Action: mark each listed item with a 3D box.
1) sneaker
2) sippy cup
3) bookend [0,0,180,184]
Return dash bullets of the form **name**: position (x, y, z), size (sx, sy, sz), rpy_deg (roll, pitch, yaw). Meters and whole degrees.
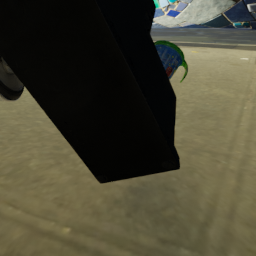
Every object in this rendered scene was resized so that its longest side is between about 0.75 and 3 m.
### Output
- **sneaker**: position (-1.814, -1.565, 4.610), size (1.494, 2.626, 0.991), rpy_deg (10, 31, 17)
- **sippy cup**: position (0.865, -1.612, 7.272), size (1.238, 0.972, 0.907), rpy_deg (16, 69, 34)
- **bookend**: position (-0.232, -1.171, 4.105), size (1.258, 2.714, 2.731), rpy_deg (-15, 36, 23)
